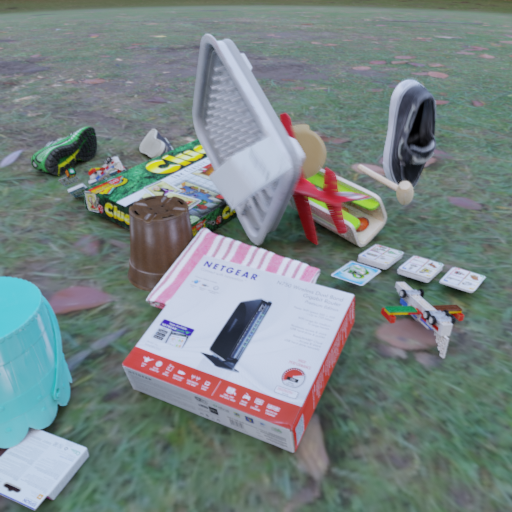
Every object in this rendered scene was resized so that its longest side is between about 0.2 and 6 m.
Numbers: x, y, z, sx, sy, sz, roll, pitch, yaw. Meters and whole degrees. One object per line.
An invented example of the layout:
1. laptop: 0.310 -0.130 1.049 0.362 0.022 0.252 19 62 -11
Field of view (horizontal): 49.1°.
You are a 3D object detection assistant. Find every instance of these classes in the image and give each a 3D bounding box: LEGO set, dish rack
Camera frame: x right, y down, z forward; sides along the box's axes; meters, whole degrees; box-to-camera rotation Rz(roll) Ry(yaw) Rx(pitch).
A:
1. LEGO set: 2.641 0.706 10.195 2.303 0.757 3.083 19 24 28
2. LEGO set: -3.804 -1.789 13.240 1.491 0.490 1.996 -24 -5 -7
3. dish rack: -0.194 -2.343 11.433 0.793 3.126 3.642 -21 71 -19

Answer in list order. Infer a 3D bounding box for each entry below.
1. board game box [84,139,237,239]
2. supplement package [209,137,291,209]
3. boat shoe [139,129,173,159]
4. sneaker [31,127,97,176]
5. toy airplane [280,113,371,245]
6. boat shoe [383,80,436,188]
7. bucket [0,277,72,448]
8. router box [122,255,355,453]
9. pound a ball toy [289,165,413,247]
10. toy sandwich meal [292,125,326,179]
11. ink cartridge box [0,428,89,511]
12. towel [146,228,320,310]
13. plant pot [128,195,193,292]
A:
1. board game box: -1.136 -2.048 14.301 3.026 0.677 5.775 20 38 29
2. supplement package: -0.081 -1.323 8.853 0.638 0.636 1.088 -32 5 46
3. boat shoe: -2.893 -3.150 16.555 0.680 0.788 2.169 34 8 -31
4. sneaker: -5.415 -3.089 15.940 1.019 0.933 2.392 12 34 20
5. toy airplane: 1.035 -1.274 11.066 0.538 2.926 2.926 -30 41 -25
6. boat shoe: 3.341 -2.343 11.811 0.944 2.633 0.892 -21 44 -15
7. bucket: -3.831 1.406 7.716 2.364 1.538 2.364 -1 27 1
8. router box: -0.193 1.284 8.356 2.683 0.655 2.408 14 48 23
9. pound a ball toy: 2.125 -1.202 12.472 1.596 1.040 2.447 -46 49 -12
10. toy sandwich meal: 0.919 -2.211 12.126 1.255 1.255 0.430 4 -8 6
11. ink cartridge box: -2.790 2.683 7.044 0.951 0.210 0.969 13 36 21
12. towel: -0.410 0.504 9.752 2.565 0.384 1.877 20 56 22
13. plant pot: -1.824 -0.297 10.792 1.472 1.458 1.472 -1 31 1
